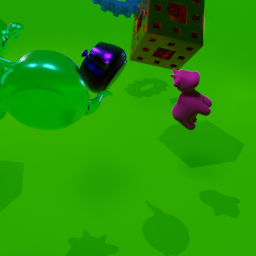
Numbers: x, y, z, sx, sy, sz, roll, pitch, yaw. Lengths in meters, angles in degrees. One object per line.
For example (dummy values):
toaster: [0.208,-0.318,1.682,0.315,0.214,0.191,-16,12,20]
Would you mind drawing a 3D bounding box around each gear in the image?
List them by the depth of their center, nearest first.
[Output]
gear: [-0.410,-4.558,9.726,1.805,0.334,1.805,11,53,-16]

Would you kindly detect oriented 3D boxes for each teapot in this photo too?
teapot: [-0.867,-0.454,3.203,1.552,0.965,0.760,16,52,-25]
teapot: [-0.450,-1.007,4.528,0.668,0.848,1.364,37,2,-3]

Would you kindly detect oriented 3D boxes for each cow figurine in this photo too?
cow figurine: [-1.872,-0.847,3.589,0.922,1.680,1.653,-32,-4,20]
cow figurine: [1.086,-0.560,5.298,1.023,1.040,0.571,34,40,-4]

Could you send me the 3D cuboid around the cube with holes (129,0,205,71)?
cube with holes: [0.927,-2.438,6.919,1.364,1.364,1.364,9,75,-13]
